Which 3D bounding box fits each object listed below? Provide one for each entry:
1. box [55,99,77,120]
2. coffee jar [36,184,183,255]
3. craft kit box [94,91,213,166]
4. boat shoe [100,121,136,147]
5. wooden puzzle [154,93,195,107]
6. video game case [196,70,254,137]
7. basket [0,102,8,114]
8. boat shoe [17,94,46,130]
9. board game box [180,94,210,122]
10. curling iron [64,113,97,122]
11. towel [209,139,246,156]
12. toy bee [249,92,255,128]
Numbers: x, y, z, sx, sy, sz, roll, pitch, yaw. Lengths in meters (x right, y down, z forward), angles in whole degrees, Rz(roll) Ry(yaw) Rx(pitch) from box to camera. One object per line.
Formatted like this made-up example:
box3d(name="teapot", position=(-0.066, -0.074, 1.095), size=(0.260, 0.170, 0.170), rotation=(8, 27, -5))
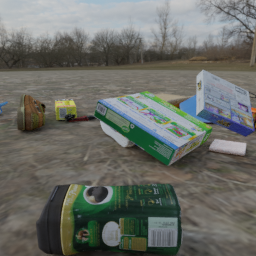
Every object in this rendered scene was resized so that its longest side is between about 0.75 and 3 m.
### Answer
box3d(name="box", position=(-2.713, -0.832, 12.065), size=(0.844, 0.562, 2.243), rotation=(-4, 15, -13))
box3d(name="coffee jar", position=(-0.244, 1.217, 3.799), size=(1.830, 0.781, 0.954), rotation=(1, 16, -1))
box3d(name="craft kit box", position=(0.767, -0.166, 7.761), size=(2.481, 0.602, 2.450), rotation=(34, 32, 26))
box3d(name="boat shoe", position=(-0.158, -0.179, 8.839), size=(0.887, 0.938, 2.616), rotation=(-2, 20, -26))
box3d(name="wooden puzzle", position=(1.718, -1.362, 14.365), size=(2.736, 0.551, 2.958), rotation=(-13, 15, -40))
box3d(name="video game case", position=(2.090, -0.543, 6.098), size=(1.288, 0.293, 1.167), rotation=(21, 52, -14))
box3d(name="basket", position=(-5.637, -0.862, 11.931), size=(0.873, 0.607, 0.770), rotation=(-28, 7, 19))
box3d(name="boat shoe", position=(-3.579, -0.562, 10.512), size=(0.950, 1.005, 2.793), rotation=(0, 24, -18))
box3d(name="board game box", position=(3.297, -0.777, 11.489), size=(2.262, 0.440, 1.787), rotation=(-29, 43, -21))
box3d(name="curling iron", position=(-1.655, -0.413, 11.057), size=(1.724, 0.220, 0.427), rotation=(-2, -22, -23))
box3d(name="towel", position=(2.757, 0.531, 7.707), size=(0.901, 0.145, 0.861), rotation=(7, 15, 25))
box3d(name="toy bee", position=(4.073, -0.317, 9.495), size=(2.188, 1.189, 1.432), rotation=(22, -1, -28))
